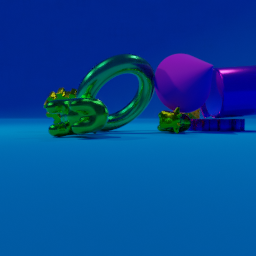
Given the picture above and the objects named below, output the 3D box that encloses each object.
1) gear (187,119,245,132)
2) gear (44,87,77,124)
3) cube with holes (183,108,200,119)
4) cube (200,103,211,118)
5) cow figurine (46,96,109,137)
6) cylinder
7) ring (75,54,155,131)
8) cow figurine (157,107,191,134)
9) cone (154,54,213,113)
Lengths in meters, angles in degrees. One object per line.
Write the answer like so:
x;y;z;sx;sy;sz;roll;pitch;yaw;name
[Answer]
2.142;-0.091;7.200;1.572;0.291;1.572;0;2;0;gear
-1.357;-0.421;6.582;1.172;1.172;0.217;0;46;9;gear
2.228;-0.654;10.650;0.733;0.733;0.733;-16;-38;40;cube with holes
2.337;-0.858;7.848;0.801;0.801;0.801;-21;12;14;cube
-0.743;-0.213;4.862;1.356;0.745;1.335;-3;5;40;cow figurine
2.520;-0.835;6.487;1.156;1.156;1.156;-4;2;-5;cylinder
-0.237;-0.715;6.110;1.938;1.938;0.388;-2;41;-40;ring
1.005;-0.134;5.850;0.982;0.539;0.967;5;-2;-29;cow figurine
1.348;-1.037;5.548;1.326;1.326;1.331;0;-4;-12;cone
